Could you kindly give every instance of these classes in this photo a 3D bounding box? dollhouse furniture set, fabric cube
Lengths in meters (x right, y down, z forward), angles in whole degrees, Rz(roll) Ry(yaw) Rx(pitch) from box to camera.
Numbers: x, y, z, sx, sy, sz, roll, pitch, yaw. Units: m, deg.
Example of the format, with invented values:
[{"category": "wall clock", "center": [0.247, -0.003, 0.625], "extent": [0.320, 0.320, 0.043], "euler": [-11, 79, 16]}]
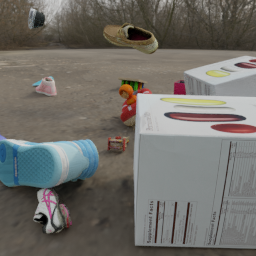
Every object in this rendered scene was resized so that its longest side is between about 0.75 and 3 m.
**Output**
[{"category": "dollhouse furniture set", "center": [-0.266, 0.446, 8.095], "extent": [0.469, 0.355, 0.872], "euler": [3, 3, 10]}, {"category": "fabric cube", "center": [2.738, -1.794, 13.470], "extent": [0.848, 0.862, 0.864], "euler": [11, 22, 30]}]

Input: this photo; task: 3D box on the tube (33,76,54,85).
[{"category": "tube", "center": [-5.142, -2.810, 17.115], "extent": [0.588, 0.383, 1.519], "euler": [-3, 20, 24]}]

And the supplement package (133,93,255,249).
[{"category": "supplement package", "center": [1.443, 0.571, 5.174], "extent": [2.641, 1.942, 2.525], "euler": [1, 20, 0]}]

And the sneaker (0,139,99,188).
[{"category": "sneaker", "center": [-1.763, 0.751, 6.364], "extent": [2.628, 1.045, 1.716], "euler": [4, 3, 39]}]

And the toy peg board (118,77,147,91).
[{"category": "toy peg board", "center": [0.251, -2.451, 15.935], "extent": [1.287, 0.630, 1.282], "euler": [11, 7, 26]}]

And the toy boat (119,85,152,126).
[{"category": "toy boat", "center": [0.153, -0.985, 9.978], "extent": [1.268, 1.270, 1.943], "euler": [-33, 22, 17]}]

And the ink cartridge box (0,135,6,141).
[{"category": "ink cartridge box", "center": [-4.821, 0.177, 7.672], "extent": [2.662, 1.016, 1.816], "euler": [-1, 19, 2]}]

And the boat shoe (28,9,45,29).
[{"category": "boat shoe", "center": [-2.010, -2.375, 6.192], "extent": [0.323, 0.392, 1.142], "euler": [11, 12, -20]}]

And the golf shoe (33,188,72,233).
[{"category": "golf shoe", "center": [-1.465, 1.440, 5.033], "extent": [0.538, 0.425, 1.169], "euler": [-13, 23, -32]}]

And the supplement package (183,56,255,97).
[{"category": "supplement package", "center": [3.518, -1.087, 9.248], "extent": [2.468, 1.898, 2.581], "euler": [-15, 21, -4]}]

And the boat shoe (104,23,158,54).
[{"category": "boat shoe", "center": [0.059, -4.115, 12.275], "extent": [2.710, 1.003, 0.899], "euler": [21, -17, 20]}]

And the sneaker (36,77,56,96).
[{"category": "sneaker", "center": [-4.325, -2.248, 14.701], "extent": [0.652, 0.905, 1.732], "euler": [-19, 26, -38]}]
